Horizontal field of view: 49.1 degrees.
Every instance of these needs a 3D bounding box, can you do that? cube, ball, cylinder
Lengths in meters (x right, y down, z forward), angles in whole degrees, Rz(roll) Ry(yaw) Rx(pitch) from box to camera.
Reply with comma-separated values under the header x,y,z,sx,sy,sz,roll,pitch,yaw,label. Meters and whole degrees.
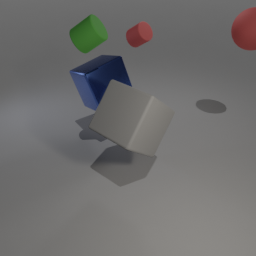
x,y,z,sx,sy,sz,roll,pitch,yaw,label
-0.875,-1.522,9.428,1.400,1.400,1.400,-32,29,-20,cube
4.276,-3.377,9.579,1.400,1.400,1.400,0,30,0,ball
0.402,-3.327,9.996,0.700,0.700,0.700,-27,10,-38,cylinder
0.121,-0.223,7.344,1.400,1.400,1.400,27,2,34,cube
-0.980,-2.349,7.025,0.700,0.700,0.700,-26,21,25,cylinder
